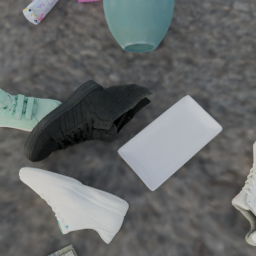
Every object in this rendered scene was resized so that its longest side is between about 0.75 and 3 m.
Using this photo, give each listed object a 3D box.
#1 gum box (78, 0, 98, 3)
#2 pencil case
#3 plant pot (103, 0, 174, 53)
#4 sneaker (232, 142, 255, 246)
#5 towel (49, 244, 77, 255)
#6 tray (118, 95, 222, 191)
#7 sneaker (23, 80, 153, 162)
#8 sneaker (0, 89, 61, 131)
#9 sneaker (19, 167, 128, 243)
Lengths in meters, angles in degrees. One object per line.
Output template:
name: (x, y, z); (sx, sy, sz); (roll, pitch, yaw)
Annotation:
gum box: (-1.307, -5.132, 8.360); (0.754, 1.294, 2.280); (-8, 68, -3)
pencil case: (-2.519, -3.602, 8.163); (0.499, 0.545, 1.201); (28, 70, 12)
plant pot: (0.289, -2.678, 7.284); (1.834, 1.834, 1.235); (-1, 90, 0)
sneaker: (2.850, 1.356, 6.010); (1.202, 0.943, 2.420); (0, 67, 4)
towel: (-1.421, 3.119, 5.677); (1.082, 0.194, 1.124); (-27, 70, -10)
tray: (1.028, 0.316, 6.758); (2.344, 0.260, 1.259); (-38, 72, -14)
sneaker: (-0.876, -0.086, 6.566); (1.557, 0.896, 2.985); (34, 69, 17)
sneaker: (-2.641, -0.511, 6.523); (2.210, 1.303, 0.813); (-3, 67, -2)
sneaker: (-1.312, 1.632, 5.956); (2.486, 0.935, 1.100); (21, 82, 7)
